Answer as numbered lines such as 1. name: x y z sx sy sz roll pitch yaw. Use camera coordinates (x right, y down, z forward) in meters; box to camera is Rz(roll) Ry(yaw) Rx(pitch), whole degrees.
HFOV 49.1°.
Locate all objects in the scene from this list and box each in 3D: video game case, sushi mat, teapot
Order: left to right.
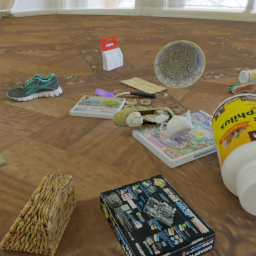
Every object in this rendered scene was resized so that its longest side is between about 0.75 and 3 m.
1. video game case: -1.085 -0.793 10.422 1.711 0.196 1.557 5 29 11
2. sushi mat: 0.681 -1.901 12.518 0.993 0.126 2.075 -24 37 -34
3. teapot: 1.399 -0.091 7.943 0.771 0.761 0.563 -15 70 -19
4. video game case: 1.826 0.206 8.499 2.790 0.251 1.998 -15 31 -26

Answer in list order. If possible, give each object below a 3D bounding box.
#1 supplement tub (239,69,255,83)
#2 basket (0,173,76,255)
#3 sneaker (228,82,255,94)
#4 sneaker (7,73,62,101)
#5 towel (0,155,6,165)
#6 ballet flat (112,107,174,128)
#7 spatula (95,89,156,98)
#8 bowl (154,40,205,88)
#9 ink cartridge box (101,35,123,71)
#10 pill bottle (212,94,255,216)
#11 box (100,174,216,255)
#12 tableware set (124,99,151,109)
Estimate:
1. supplement tub: 5.606 -2.341 12.782 0.873 0.635 0.635 -8 30 -14
2. basket: -1.720 1.505 5.335 1.074 1.029 1.441 5 29 7
3. sneaker: 4.879 -1.770 11.935 1.243 0.444 0.497 -10 35 -16
4. sneaker: -3.789 -1.714 11.285 2.129 0.971 0.826 -13 31 -21
5. towel: -3.777 0.919 7.307 0.941 0.172 0.698 -23 37 -37
6. ballet flat: 0.507 -0.312 8.545 1.922 0.679 0.679 -5 29 -13
7. spatula: -0.096 -1.362 11.391 2.481 0.255 0.701 2 28 2
8. bowl: 1.423 -1.877 7.904 1.379 1.379 0.647 2 34 3
9. ink cartridge box: -0.819 -3.928 14.687 0.453 1.587 1.290 21 35 32
10. pill bottle: 2.867 0.513 6.397 1.592 1.592 2.915 4 34 6
11. box: 0.475 1.771 5.453 1.519 0.440 1.911 -13 31 -23
12. tableware set: 0.354 -0.862 10.599 0.965 0.134 1.155 4 29 7
